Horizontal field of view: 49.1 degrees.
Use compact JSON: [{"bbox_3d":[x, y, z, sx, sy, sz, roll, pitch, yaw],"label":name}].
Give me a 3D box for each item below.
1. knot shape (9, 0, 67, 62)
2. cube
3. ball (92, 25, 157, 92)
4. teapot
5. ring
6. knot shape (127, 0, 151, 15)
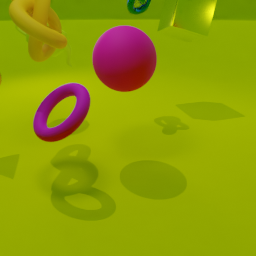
[{"bbox_3d":[-1.993,-2.338,6.376,0.927,1.878,2.007,-18,68,-8],"label":"knot shape"},{"bbox_3d":[2.007,-3.891,9.682,1.382,1.382,1.382,11,8,-16],"label":"cube"},{"bbox_3d":[-0.071,-1.427,5.846,1.342,1.342,1.342,0,23,0],"label":"ball"},{"bbox_3d":[-2.428,-2.617,8.451,2.092,1.024,1.301,31,13,-4],"label":"teapot"},{"bbox_3d":[-1.228,-0.305,5.144,1.254,0.251,1.254,-18,50,23],"label":"ring"},{"bbox_3d":[0.317,-4.162,8.414,0.664,1.437,1.344,10,24,11],"label":"knot shape"}]
